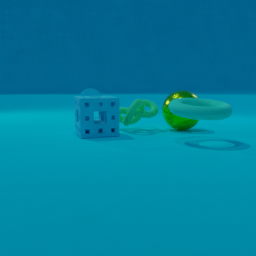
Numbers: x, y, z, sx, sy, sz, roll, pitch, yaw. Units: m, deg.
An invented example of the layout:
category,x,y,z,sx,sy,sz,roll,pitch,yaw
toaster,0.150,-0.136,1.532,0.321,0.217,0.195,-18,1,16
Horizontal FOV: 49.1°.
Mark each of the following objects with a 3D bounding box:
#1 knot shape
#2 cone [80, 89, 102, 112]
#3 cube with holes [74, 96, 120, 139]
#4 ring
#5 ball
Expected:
category,x,y,z,sx,sy,sz,roll,pitch,yaw
knot shape,0.164,-0.411,7.400,1.220,0.564,1.141,-19,0,11
cone,-1.373,-1.311,11.512,0.985,0.985,0.988,1,27,9
cube with holes,-0.759,-0.295,6.690,0.894,0.894,0.894,-3,10,-19
ring,1.469,-0.404,5.727,1.272,0.254,1.272,2,15,-1
ball,1.452,-0.475,7.533,1.075,1.075,1.075,0,8,0
